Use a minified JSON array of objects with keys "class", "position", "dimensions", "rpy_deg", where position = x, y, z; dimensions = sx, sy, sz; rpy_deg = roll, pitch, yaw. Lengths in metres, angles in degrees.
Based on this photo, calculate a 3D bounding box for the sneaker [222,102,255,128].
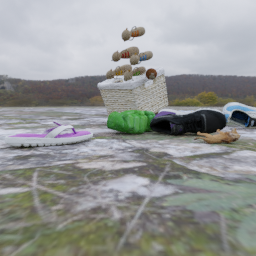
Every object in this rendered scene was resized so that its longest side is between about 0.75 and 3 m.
[{"class":"sneaker","position":[5.211,-0.338,11.143],"dimensions":[2.831,1.017,1.026],"rpy_deg":[8,46,10]}]

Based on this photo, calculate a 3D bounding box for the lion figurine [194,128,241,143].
[{"class":"lion figurine","position":[2.359,0.262,7.419],"dimensions":[1.077,0.390,0.660],"rpy_deg":[-15,16,-8]}]

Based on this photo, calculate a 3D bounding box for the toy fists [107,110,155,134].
[{"class":"toy fists","position":[0.293,-0.270,9.990],"dimensions":[1.189,0.802,2.332],"rpy_deg":[13,9,24]}]

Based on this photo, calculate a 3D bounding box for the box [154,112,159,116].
[{"class":"box","position":[1.150,-0.573,14.432],"dimensions":[0.506,0.551,1.573],"rpy_deg":[-6,8,-44]}]

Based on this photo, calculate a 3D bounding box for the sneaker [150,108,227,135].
[{"class":"sneaker","position":[1.874,-0.062,9.027],"dimensions":[2.428,0.919,1.063],"rpy_deg":[1,22,32]}]

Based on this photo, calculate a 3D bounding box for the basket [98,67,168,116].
[{"class":"basket","position":[0.358,-1.690,14.026],"dimensions":[2.538,2.041,2.515],"rpy_deg":[4,27,45]}]

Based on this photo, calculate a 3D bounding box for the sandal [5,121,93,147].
[{"class":"sandal","position":[-1.927,0.122,7.298],"dimensions":[2.357,0.579,0.959],"rpy_deg":[-5,7,-40]}]

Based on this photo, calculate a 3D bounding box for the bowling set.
[{"class":"bowling set","position":[0.282,-2.827,12.205],"dimensions":[1.484,2.765,1.924],"rpy_deg":[-26,61,-34]}]

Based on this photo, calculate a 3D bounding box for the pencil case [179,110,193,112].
[{"class":"pencil case","position":[3.725,-0.895,18.001],"dimensions":[1.097,0.497,0.456],"rpy_deg":[5,4,37]}]
